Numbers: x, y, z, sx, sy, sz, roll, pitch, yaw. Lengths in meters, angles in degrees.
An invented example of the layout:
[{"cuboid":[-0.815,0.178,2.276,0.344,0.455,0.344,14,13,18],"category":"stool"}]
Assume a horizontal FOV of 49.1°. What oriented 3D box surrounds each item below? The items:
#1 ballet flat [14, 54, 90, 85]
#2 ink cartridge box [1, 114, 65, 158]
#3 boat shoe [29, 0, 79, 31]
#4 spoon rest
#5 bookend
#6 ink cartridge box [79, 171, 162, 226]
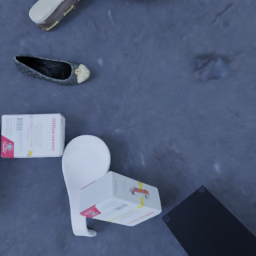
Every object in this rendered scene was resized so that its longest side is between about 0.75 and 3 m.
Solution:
[{"cuboid":[-1.891,-1.439,6.928,1.870,0.531,0.621,8,83,1],"category":"ballet flat"},{"cuboid":[-2.241,0.202,6.701,1.367,0.585,1.009,0,83,-2],"category":"ink cartridge box"},{"cuboid":[-1.653,-3.229,7.143,1.848,0.550,0.664,-45,68,-6],"category":"boat shoe"},{"cuboid":[-0.985,1.333,6.463,1.171,0.714,2.357,0,84,11],"category":"spoon rest"},{"cuboid":[2.253,2.988,5.896,1.191,2.569,2.585,-37,40,-4],"category":"bookend"},{"cuboid":[-0.151,1.541,5.912,1.029,1.417,0.591,-36,44,32],"category":"ink cartridge box"}]
